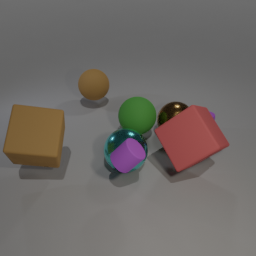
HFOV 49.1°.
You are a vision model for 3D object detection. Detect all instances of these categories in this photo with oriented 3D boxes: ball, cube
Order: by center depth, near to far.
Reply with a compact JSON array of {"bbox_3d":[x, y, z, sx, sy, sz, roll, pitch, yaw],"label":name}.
[{"bbox_3d":[-2.646,0.286,8.183,1.400,1.400,1.400,6,69,-9],"label":"cube"},{"bbox_3d":[1.914,0.293,8.318,1.400,1.400,1.400,-1,60,-60],"label":"cube"},{"bbox_3d":[-0.070,0.704,8.881,1.400,1.400,1.400,0,31,0],"label":"ball"},{"bbox_3d":[0.341,-0.449,10.263,1.400,1.400,1.400,0,31,0],"label":"ball"},{"bbox_3d":[1.792,-0.300,10.555,1.400,1.400,1.400,0,31,0],"label":"ball"},{"bbox_3d":[-1.535,-1.945,12.591,1.400,1.400,1.400,0,31,0],"label":"ball"}]

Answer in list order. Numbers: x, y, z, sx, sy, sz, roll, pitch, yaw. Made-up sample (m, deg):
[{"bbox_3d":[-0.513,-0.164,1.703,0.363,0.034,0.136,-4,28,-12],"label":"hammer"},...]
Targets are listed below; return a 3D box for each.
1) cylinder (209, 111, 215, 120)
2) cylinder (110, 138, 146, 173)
[{"bbox_3d":[3.049,-0.225,11.044,0.700,0.700,0.700,-2,27,1],"label":"cylinder"},{"bbox_3d":[-0.005,0.749,7.596,0.700,0.700,0.700,36,28,-22],"label":"cylinder"}]
